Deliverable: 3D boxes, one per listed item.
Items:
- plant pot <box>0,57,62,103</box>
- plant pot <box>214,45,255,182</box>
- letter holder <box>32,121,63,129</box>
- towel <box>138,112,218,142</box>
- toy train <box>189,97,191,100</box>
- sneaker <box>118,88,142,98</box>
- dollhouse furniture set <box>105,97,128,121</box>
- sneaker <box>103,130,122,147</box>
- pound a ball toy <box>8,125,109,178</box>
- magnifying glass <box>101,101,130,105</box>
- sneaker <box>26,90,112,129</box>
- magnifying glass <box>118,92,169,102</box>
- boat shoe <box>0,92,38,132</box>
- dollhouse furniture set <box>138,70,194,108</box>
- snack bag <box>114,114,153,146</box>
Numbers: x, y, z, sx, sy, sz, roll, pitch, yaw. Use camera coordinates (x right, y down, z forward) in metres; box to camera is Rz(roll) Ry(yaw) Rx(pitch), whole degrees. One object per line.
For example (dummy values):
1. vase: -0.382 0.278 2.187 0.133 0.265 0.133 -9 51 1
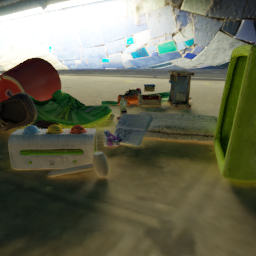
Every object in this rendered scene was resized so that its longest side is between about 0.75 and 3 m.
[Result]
1. plant pot: -4.083 -1.594 11.163 2.193 2.193 1.940 5 25 19
2. plant pot: 3.035 -0.277 5.503 2.153 2.373 2.361 10 16 10
3. letter holder: -2.165 0.009 7.775 0.782 0.393 0.556 8 31 29
4. towel: 1.325 -0.048 8.164 2.647 0.456 1.754 4 17 16
5. toy train: 2.679 -1.402 13.814 0.865 0.241 0.650 2 7 12
6. sneaker: 0.070 -1.690 14.179 0.623 0.577 1.545 13 20 41
7. dollhouse furniture set: -0.511 -0.624 9.610 1.148 0.814 0.909 -3 15 -12
8. sneaker: -0.408 0.280 7.282 0.454 0.289 0.796 1 24 -9
9. pound a ball toy: -1.365 0.398 5.661 1.968 0.836 1.283 -1 15 -2
10. magnifying glass: -0.591 -1.175 13.073 1.342 0.150 0.534 5 15 14
11. sneaker: -1.908 -0.589 8.731 2.839 1.186 1.051 -1 14 -5
12. magnifying glass: 0.934 -1.489 13.714 2.948 0.330 1.173 -6 2 -19
13. boat shoe: -3.404 -0.276 7.803 2.495 0.929 0.914 -16 17 44
14. dollhouse furniture set: 1.627 -1.764 12.521 2.197 1.549 1.540 0 15 -5
15. snack bag: 0.071 0.023 7.422 0.957 0.109 1.015 7 54 30
